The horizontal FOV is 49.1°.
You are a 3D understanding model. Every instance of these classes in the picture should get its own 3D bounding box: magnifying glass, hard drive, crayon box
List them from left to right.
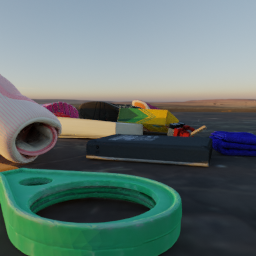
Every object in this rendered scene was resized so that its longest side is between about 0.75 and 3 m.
[{"bbox_3d":[-0.876,0.507,2.455,2.811,0.315,1.119,2,5,36],"label":"magnifying glass"},{"bbox_3d":[0.773,-0.208,8.578,1.866,0.474,1.185,5,-11,26],"label":"crayon box"},{"bbox_3d":[0.436,0.325,4.713,1.879,0.309,1.311,1,4,19],"label":"hard drive"}]

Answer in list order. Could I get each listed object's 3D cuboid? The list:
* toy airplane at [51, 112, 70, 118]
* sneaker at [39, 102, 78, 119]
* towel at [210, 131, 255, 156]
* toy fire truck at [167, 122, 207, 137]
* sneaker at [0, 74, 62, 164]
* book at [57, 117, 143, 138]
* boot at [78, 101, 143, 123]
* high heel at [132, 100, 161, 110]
[{"bbox_3d":[-2.861,-0.396,10.166,2.650,0.487,2.650,22,5,-2],"label":"toy airplane"},{"bbox_3d":[-3.439,-0.576,11.740,2.656,1.080,1.172,-1,7,-23],"label":"sneaker"},{"bbox_3d":[2.155,0.250,5.383,1.080,0.362,1.462,0,4,8],"label":"towel"},{"bbox_3d":[1.495,0.100,6.895,0.866,0.557,0.762,17,13,32],"label":"toy fire truck"},{"bbox_3d":[-1.779,0.093,4.653,1.385,0.997,2.649,38,-18,7],"label":"sneaker"},{"bbox_3d":[-1.000,-0.014,7.964,2.422,0.582,1.618,2,1,28],"label":"book"},{"bbox_3d":[-0.334,-0.464,10.604,2.755,1.008,2.075,4,5,3],"label":"boot"},{"bbox_3d":[1.205,-0.874,13.863,2.044,0.688,0.980,26,24,13],"label":"high heel"}]
